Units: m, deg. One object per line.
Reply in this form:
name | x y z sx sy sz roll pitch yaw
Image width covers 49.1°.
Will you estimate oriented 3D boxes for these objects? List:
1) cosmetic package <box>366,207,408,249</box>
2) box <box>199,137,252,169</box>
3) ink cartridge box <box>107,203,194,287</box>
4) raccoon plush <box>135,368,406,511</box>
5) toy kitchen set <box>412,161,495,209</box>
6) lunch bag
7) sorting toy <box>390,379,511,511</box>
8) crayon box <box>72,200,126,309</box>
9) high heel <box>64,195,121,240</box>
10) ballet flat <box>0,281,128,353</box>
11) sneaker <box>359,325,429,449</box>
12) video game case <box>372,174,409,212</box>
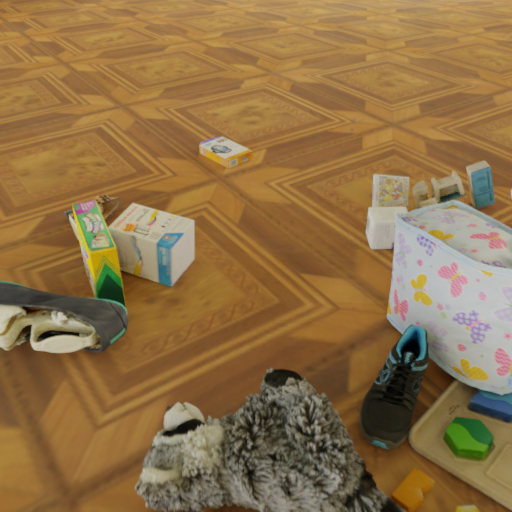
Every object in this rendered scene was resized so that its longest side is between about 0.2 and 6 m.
cosmetic package | 2.639 -0.559 11.176 0.764 0.630 0.631 -1 35 1
box | -0.838 -2.698 14.446 0.805 0.280 1.352 -27 42 -32
ink cartridge box | -1.929 -0.223 10.377 1.307 0.945 0.962 16 40 14
raccoon plush | 0.174 2.697 6.097 2.181 1.575 3.255 -32 46 -25
toy kitchen set | 4.316 -1.053 11.869 1.662 0.979 1.331 -18 35 10
lunch bag | 3.175 0.571 8.261 1.537 2.050 2.417 -12 28 -17
sorting toy | 3.021 2.553 7.100 1.994 0.358 2.676 29 45 35
crayon box | -2.738 0.026 9.726 0.469 1.388 1.608 -15 39 -20
high heel | -3.206 -0.808 11.513 1.194 0.598 1.675 -23 32 -19
ballet flat | -3.473 1.017 8.763 2.874 1.050 1.050 7 37 6
sneaker | 1.944 1.766 7.822 0.708 0.792 1.934 16 42 18
video game case | 2.906 -1.344 12.086 0.842 0.766 0.096 2 0 -18
